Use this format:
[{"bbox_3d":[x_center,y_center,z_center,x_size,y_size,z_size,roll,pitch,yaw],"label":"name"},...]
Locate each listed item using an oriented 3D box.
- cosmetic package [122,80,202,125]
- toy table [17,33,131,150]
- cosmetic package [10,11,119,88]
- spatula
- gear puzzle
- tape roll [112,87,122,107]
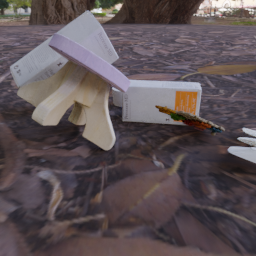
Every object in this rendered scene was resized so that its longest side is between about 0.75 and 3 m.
[{"bbox_3d":[0.961,-0.761,8.224,2.200,1.116,0.784,3,24,8],"label":"cosmetic package"},{"bbox_3d":[-1.194,-0.869,6.698,2.706,1.724,2.944,32,5,20],"label":"toy table"},{"bbox_3d":[-1.927,-2.047,8.777,2.989,1.519,1.107,-36,59,1],"label":"cosmetic package"},{"bbox_3d":[3.744,0.633,5.981,2.838,0.228,1.973,18,20,27],"label":"spatula"},{"bbox_3d":[1.491,-0.186,7.016,1.970,0.258,1.020,20,-1,-33],"label":"gear puzzle"},{"bbox_3d":[-0.121,-1.138,9.679,0.827,0.568,0.827,-3,26,2],"label":"tape roll"}]
